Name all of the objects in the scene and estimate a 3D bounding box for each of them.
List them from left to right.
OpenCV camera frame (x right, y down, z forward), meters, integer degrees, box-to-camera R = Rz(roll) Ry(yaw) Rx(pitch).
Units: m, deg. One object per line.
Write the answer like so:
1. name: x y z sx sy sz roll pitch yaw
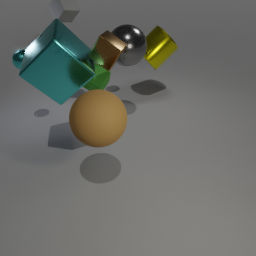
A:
1. ball: -3.657 -2.362 9.732 0.700 0.700 0.700 0 32 0
2. cube: -1.898 -1.798 7.680 1.400 1.400 1.400 -37 38 20
3. cube: -2.287 -4.292 10.048 0.700 0.700 0.700 -22 -6 -43
4. cube: -1.068 -1.638 9.415 0.700 0.700 0.700 29 69 1
5. ball: -0.717 -0.229 6.787 1.400 1.400 1.400 0 32 0
6. cube: -0.548 -2.125 7.686 0.700 0.700 0.700 34 33 -7
7. ball: -0.037 -2.870 9.768 1.400 1.400 1.400 0 32 0
8. cylinder: 1.285 -3.601 12.633 1.400 1.400 1.400 -44 34 11
